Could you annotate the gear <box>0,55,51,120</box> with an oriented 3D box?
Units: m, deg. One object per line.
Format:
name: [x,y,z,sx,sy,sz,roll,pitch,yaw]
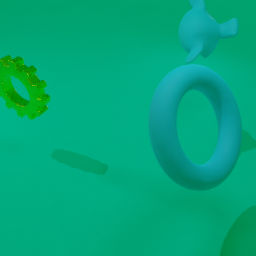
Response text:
gear: [-2.526,-0.918,6.558,1.529,1.529,0.283,19,42,20]

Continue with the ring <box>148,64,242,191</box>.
ring: [1.138,-0.016,4.451,2.000,2.000,0.400,-36,16,-33]

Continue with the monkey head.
monkey head: [1.789,-2.253,6.433,1.021,1.694,1.219,10,-9,-38]
